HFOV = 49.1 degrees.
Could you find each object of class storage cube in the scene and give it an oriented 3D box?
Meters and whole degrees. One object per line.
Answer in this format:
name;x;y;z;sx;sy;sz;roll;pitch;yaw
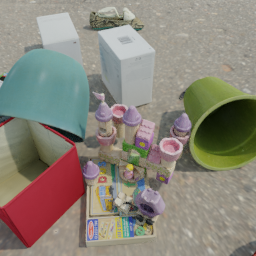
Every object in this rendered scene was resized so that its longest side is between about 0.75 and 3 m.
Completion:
storage cube;-2.677;1.296;7.276;2.087;2.195;2.442;29;54;25

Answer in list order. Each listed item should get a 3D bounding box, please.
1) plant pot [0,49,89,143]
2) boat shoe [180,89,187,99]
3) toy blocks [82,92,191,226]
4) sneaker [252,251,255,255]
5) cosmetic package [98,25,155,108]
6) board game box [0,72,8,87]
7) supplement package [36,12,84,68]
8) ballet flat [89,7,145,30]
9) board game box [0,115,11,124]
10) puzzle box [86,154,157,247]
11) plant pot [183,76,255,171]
plant pot;-2.450;-0.989;8.501;2.798;2.798;2.245;9;77;9
boat shoe;2.348;-1.462;11.261;0.309;0.266;0.849;31;54;26
toy blocks;0.181;0.425;7.499;2.638;2.376;2.823;20;49;16
sneaker;3.334;3.275;6.250;2.949;1.148;1.212;-36;60;-18
cosmetic package;-0.110;-2.301;10.658;1.378;2.241;2.234;-18;47;-15
board game box;-4.397;-0.988;10.523;2.427;0.688;2.006;23;52;21
supplement package;-3.103;-3.886;12.715;1.535;1.530;2.617;-14;47;-13
ballet flat;-0.592;-5.837;14.870;2.979;1.122;1.010;2;44;2
board game box;-3.716;0.627;8.136;0.816;1.874;2.540;33;54;27
puzzle box;-0.273;1.906;7.961;1.807;0.345;2.717;-4;46;-3
plant pot;2.884;-0.431;9.028;2.638;2.638;2.505;-6;34;-6
